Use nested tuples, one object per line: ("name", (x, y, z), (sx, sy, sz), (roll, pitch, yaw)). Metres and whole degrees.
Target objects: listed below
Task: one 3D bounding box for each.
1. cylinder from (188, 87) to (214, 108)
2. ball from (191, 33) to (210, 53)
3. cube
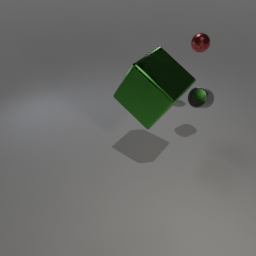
("cylinder", (2.534, -1.037, 9.723), (0.700, 0.700, 0.700), (25, 17, 34))
("ball", (2.693, -3.161, 10.395), (0.700, 0.700, 0.700), (0, 32, 0))
("cube", (0.721, -1.109, 7.794), (1.400, 1.400, 1.400), (44, 49, 4))
